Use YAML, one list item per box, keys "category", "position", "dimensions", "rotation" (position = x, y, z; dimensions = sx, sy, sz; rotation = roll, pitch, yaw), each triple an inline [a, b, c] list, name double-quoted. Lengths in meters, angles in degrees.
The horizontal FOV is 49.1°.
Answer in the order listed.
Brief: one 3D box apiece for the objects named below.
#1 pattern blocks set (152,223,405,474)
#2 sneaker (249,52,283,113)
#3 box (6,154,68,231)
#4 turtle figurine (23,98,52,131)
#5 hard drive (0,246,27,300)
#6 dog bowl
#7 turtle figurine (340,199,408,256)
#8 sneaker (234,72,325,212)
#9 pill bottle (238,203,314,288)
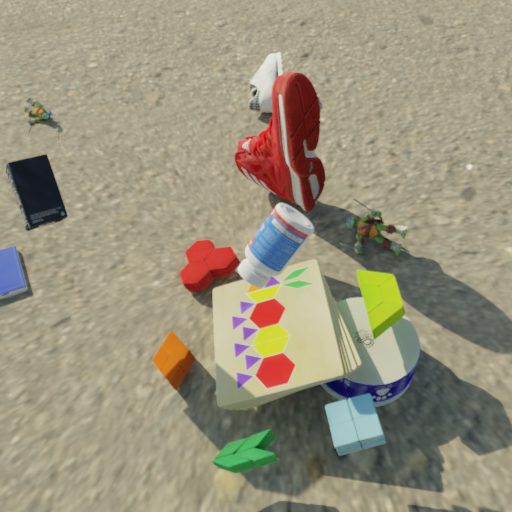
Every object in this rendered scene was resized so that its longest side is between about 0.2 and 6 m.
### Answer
- category: "pattern blocks set"
  position: [0.290, 1.078, 8.384]
  dimensions: [3.790, 0.349, 4.312]
  rotation: [-11, 44, 15]
- category: "sneaker"
  position: [0.261, -4.295, 13.735]
  dimensions: [0.882, 0.837, 2.190]
  rotation: [-6, 45, 7]
- category: "box"
  position: [-3.023, -0.856, 7.704]
  dimensions: [0.556, 0.894, 0.902]
  rotation: [-21, 9, -23]
- category: "turtle figurine"
  position: [-5.224, -3.389, 13.035]
  dimensions: [0.746, 0.537, 0.724]
  rotation: [-32, 51, -30]
- category: "hard drive"
  position: [-4.496, 0.315, 9.861]
  dimensions: [0.708, 0.136, 1.074]
  rotation: [-20, 50, -17]
- category: "dog bowl"
  position: [1.630, 1.430, 8.492]
  dimensions: [1.601, 0.631, 1.601]
  rotation: [0, 47, 0]
- category: "turtle figurine"
  position: [2.110, -0.385, 10.082]
  dimensions: [1.091, 1.125, 0.810]
  rotation: [18, 83, 11]
- category: "sneaker"
  position: [0.208, -2.056, 10.164]
  dimensions: [1.744, 3.019, 1.183]
  rotation: [19, 58, 24]
- category: "pill bottle"
  position: [0.208, -0.101, 6.796]
  dimensions: [0.554, 0.987, 0.554]
  rotation: [32, 19, -13]
